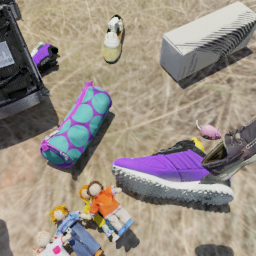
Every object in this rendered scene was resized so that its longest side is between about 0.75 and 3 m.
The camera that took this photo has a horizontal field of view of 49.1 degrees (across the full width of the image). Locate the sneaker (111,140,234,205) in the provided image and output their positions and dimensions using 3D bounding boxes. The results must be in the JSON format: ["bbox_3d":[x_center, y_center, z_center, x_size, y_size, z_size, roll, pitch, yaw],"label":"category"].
[{"bbox_3d":[1.023,0.884,6.545,2.753,0.957,1.369,11,57,1],"label":"sneaker"}]

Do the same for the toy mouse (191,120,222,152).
[{"bbox_3d":[2.212,0.354,7.205,1.278,0.278,1.438,-3,59,-2],"label":"toy mouse"}]

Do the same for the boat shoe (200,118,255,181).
[{"bbox_3d":[1.339,0.224,3.446,0.394,1.215,0.437,24,46,-7],"label":"boat shoe"}]

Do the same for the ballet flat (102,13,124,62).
[{"bbox_3d":[-0.482,-2.983,9.038,0.666,0.666,1.885,7,59,4],"label":"ballet flat"}]

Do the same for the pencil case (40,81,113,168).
[{"bbox_3d":[-1.257,-0.090,7.059,0.920,0.999,2.162,0,49,41],"label":"pencil case"}]

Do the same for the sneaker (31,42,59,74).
[{"bbox_3d":[-2.561,-2.002,8.484,0.772,0.540,1.552,12,59,6],"label":"sneaker"}]

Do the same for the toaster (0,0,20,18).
[{"bbox_3d":[-4.403,-4.314,9.824,0.998,0.655,1.104,-19,61,-11],"label":"toaster"}]

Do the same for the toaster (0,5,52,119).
[{"bbox_3d":[-3.511,-1.384,7.072,2.377,1.560,2.629,-24,88,-13],"label":"toaster"}]

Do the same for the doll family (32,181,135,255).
[{"bbox_3d":[-0.945,2.049,5.931,2.262,1.019,1.404,-43,74,-4],"label":"doll family"}]

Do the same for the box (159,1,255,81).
[{"bbox_3d":[2.441,-2.658,8.514,2.936,1.206,1.004,-29,63,-15],"label":"box"}]
